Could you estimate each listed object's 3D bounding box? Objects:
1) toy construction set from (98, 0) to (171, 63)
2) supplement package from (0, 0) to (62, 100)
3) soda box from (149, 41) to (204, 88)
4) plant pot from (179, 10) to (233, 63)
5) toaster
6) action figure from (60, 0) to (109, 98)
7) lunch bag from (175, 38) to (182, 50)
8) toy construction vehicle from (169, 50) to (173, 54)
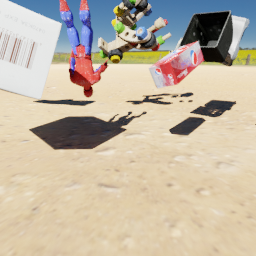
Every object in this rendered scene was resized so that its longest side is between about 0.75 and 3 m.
[{"bbox_3d":[0.059,-3.423,10.190,2.169,2.354,2.823,-25,-7,31],"label":"toy construction set"},{"bbox_3d":[-2.447,-1.464,5.458,1.415,1.420,2.420,15,1,-32],"label":"supplement package"},{"bbox_3d":[1.139,-1.440,6.297,0.566,0.512,1.616,-7,24,40],"label":"soda box"},{"bbox_3d":[2.225,-2.347,7.559,1.096,1.099,0.975,15,-15,42],"label":"plant pot"},{"bbox_3d":[3.040,-2.869,8.841,1.110,1.719,0.977,21,-4,11],"label":"toaster"},{"bbox_3d":[-1.043,-2.113,6.810,0.886,2.714,1.343,1,31,5],"label":"action figure"},{"bbox_3d":[2.305,-3.356,11.987,0.566,0.962,0.789,17,29,4],"label":"lunch bag"},{"bbox_3d":[1.803,-2.811,10.079,0.674,0.273,0.774,-27,-4,24],"label":"toy construction vehicle"}]
